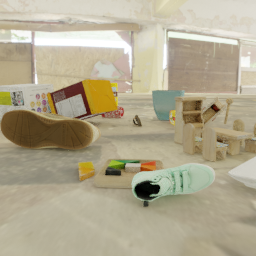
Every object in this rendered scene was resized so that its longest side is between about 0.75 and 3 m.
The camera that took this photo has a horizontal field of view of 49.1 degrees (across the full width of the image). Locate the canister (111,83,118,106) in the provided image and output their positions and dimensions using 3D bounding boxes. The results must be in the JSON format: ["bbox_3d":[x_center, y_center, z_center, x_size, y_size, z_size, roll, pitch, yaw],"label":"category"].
[{"bbox_3d":[-1.220,-1.687,16.125,1.342,1.808,0.782,-2,9,-8],"label":"canister"}]

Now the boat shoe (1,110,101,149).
[{"bbox_3d":[-2.229,0.096,7.985,2.919,1.040,0.942,10,4,15],"label":"boat shoe"}]

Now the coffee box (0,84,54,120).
[{"bbox_3d":[-4.431,-1.047,12.338,1.712,1.693,1.710,5,13,28],"label":"coffee box"}]

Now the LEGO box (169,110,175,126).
[{"bbox_3d":[2.508,-0.405,11.967,1.144,0.593,1.537,-1,9,-4],"label":"LEGO box"}]

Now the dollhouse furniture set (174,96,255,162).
[{"bbox_3d":[2.312,-0.118,7.675,1.981,1.403,2.157,-6,11,-29],"label":"dollhouse furniture set"}]

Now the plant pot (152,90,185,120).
[{"bbox_3d":[1.987,-1.124,13.738,1.431,1.458,1.427,3,9,16],"label":"plant pot"}]

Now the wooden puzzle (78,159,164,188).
[{"bbox_3d":[0.060,0.820,5.477,2.209,0.258,1.490,0,9,-2],"label":"wooden puzzle"}]

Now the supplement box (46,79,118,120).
[{"bbox_3d":[-1.929,-1.115,12.136,2.095,1.391,2.066,-15,1,24],"label":"supplement box"}]

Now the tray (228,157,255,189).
[{"bbox_3d":[3.037,0.825,5.374,1.340,0.277,2.496,9,13,42],"label":"tray"}]

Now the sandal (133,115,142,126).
[{"bbox_3d":[0.378,-0.273,12.084,0.304,0.455,1.115,-22,17,1],"label":"sandal"}]

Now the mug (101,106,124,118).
[{"bbox_3d":[-0.748,-0.899,14.777,1.088,0.726,0.966,7,13,21],"label":"mug"}]

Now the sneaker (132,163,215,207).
[{"bbox_3d":[0.704,0.882,4.286,1.337,0.492,0.789,-9,3,7],"label":"sneaker"}]

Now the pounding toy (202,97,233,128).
[{"bbox_3d":[3.027,-0.412,9.665,0.972,1.694,0.969,47,8,7],"label":"pounding toy"}]
